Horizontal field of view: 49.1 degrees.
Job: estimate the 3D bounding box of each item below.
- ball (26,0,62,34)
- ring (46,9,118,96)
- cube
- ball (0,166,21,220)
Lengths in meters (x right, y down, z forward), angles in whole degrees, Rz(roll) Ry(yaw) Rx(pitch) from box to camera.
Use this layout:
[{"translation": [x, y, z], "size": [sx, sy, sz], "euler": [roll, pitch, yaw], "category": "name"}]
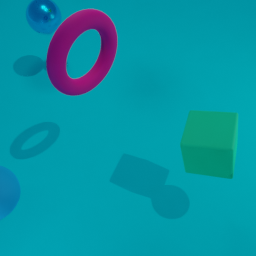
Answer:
[{"translation": [-2.291, -3.044, 7.631], "size": [0.939, 0.939, 0.939], "euler": [0, 63, 0], "category": "ball"}, {"translation": [-0.737, -1.240, 4.771], "size": [0.302, 1.512, 1.512], "euler": [34, 68, 25], "category": "ring"}, {"translation": [1.635, 0.312, 5.546], "size": [0.938, 0.938, 0.938], "euler": [5, 49, 24], "category": "cube"}, {"translation": [-2.360, 1.114, 4.795], "size": [0.972, 0.972, 0.972], "euler": [0, 63, 0], "category": "ball"}]
